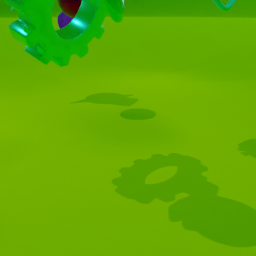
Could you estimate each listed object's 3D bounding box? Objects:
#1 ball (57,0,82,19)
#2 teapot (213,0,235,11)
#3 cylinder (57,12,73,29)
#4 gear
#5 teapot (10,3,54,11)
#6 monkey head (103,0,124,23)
[{"bbox_3d":[-1.222,-3.125,6.721,0.957,0.957,0.957,0,24,0],"label":"ball"},{"bbox_3d":[1.121,-2.680,4.400,0.912,1.863,1.159,-40,12,-1],"label":"teapot"},{"bbox_3d":[-1.451,-3.112,8.104,0.847,0.847,0.847,-18,11,34],"label":"cylinder"},{"bbox_3d":[-0.812,-1.723,3.854,0.326,1.761,1.761,34,35,18],"label":"gear"},{"bbox_3d":[-2.482,-3.949,7.949,2.073,1.015,1.289,-26,16,-15],"label":"teapot"},{"bbox_3d":[-0.388,-2.073,2.587,1.197,1.987,1.429,12,51,8],"label":"monkey head"}]
